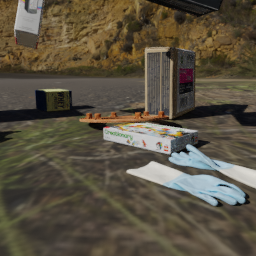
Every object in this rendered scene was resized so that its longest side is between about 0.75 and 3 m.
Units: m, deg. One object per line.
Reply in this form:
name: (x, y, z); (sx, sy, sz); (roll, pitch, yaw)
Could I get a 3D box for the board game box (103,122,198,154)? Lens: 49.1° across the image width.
board game box: (0.462, 0.158, 5.971); (1.727, 0.299, 1.090); (10, 15, 39)

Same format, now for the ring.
ring: (-0.094, -0.327, 7.703); (2.460, 0.236, 2.460); (-1, 5, 0)

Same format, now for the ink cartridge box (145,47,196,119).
ink cartridge box: (1.529, -1.564, 9.571); (0.997, 2.186, 2.654); (6, 14, 28)

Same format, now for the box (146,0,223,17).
box: (0.382, -3.258, 5.576); (2.983, 1.176, 2.105); (17, 17, -2)

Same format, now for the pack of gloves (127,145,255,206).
pack of gloves: (1.070, 0.555, 4.060); (1.434, 0.337, 1.707); (-9, 15, -42)

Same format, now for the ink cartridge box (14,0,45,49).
ink cartridge box: (-2.855, -3.299, 8.207); (0.677, 1.581, 1.167); (7, -8, -18)

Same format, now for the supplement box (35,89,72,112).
supplement box: (-2.891, -1.105, 10.880); (1.108, 0.744, 1.109); (-8, 14, -33)
